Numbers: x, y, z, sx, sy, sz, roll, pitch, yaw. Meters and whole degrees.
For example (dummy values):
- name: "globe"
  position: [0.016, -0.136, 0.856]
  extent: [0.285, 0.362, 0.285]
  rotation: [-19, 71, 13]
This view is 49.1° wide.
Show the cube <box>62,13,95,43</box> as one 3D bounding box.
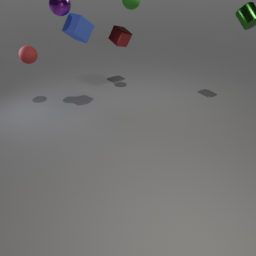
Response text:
- name: "cube"
  position: [-1.741, -3.501, 9.808]
  extent: [0.700, 0.700, 0.700]
  rotation: [27, 4, 34]

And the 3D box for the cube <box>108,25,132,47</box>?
- name: "cube"
  position: [-0.362, -4.326, 13.230]
  extent: [0.700, 0.700, 0.700]
  rotation: [-12, 52, -47]

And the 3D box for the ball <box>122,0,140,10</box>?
- name: "ball"
  position: [0.128, -4.949, 10.823]
  extent: [0.700, 0.700, 0.700]
  rotation: [0, 30, 0]

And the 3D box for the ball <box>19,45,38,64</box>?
- name: "ball"
  position: [-3.898, -2.862, 10.950]
  extent: [0.700, 0.700, 0.700]
  rotation: [0, 30, 0]

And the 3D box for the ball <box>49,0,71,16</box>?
- name: "ball"
  position: [-2.207, -4.005, 9.087]
  extent: [0.700, 0.700, 0.700]
  rotation: [0, 30, 0]

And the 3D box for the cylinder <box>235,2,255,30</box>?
- name: "cylinder"
  position: [4.417, -4.093, 10.243]
  extent: [0.700, 0.700, 0.700]
  rotation: [-19, 78, -29]
